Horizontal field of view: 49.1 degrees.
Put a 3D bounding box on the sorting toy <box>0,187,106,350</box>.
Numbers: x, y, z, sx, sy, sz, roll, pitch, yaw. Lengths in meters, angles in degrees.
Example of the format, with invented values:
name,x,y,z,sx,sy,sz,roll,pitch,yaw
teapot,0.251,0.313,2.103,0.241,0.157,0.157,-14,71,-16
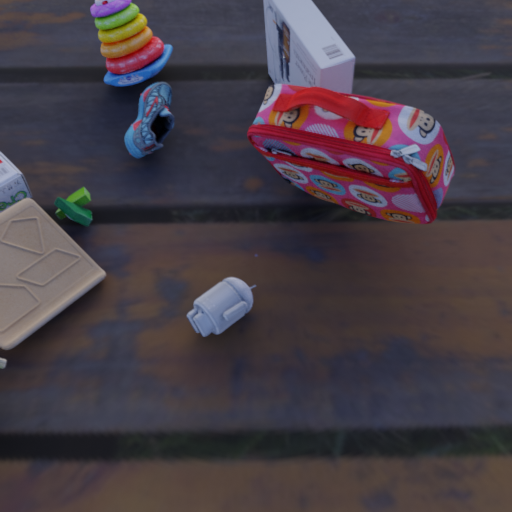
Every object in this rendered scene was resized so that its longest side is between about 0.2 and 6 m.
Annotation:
name,x,y,z,sx,sy,sz,roll,pitch,yaw
sorting toy,-3.029,-0.009,7.909,1.806,0.360,2.443,41,58,11

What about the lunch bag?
name,x,y,z,sx,sy,sz,roll,pitch,yaw
lunch bag,1.251,-1.460,7.567,2.596,2.287,1.064,20,80,32

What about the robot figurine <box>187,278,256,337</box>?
name,x,y,z,sx,sy,sz,roll,pitch,yaw
robot figurine,-0.436,0.655,7.410,0.963,0.544,0.816,-36,28,-23

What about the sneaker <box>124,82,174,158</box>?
name,x,y,z,sx,sy,sz,roll,pitch,yaw
sneaker,-1.600,-2.294,9.378,0.737,0.612,1.544,-4,60,32

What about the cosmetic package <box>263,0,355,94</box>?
name,x,y,z,sx,sy,sz,roll,pitch,yaw
cosmetic package,0.826,-3.160,9.361,0.617,1.801,2.389,-21,57,-6

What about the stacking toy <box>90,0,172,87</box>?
name,x,y,z,sx,sy,sz,roll,pitch,yaw
stacking toy,-2.421,-4.167,9.806,1.213,2.090,1.147,-7,41,16

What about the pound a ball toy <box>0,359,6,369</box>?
name,x,y,z,sx,sy,sz,roll,pitch,yaw
pound a ball toy,-4.603,1.069,6.232,3.223,1.369,2.102,9,76,5

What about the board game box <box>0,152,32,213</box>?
name,x,y,z,sx,sy,sz,roll,pitch,yaw
board game box,-5.542,-0.734,8.361,3.542,0.613,2.236,-38,63,-24
